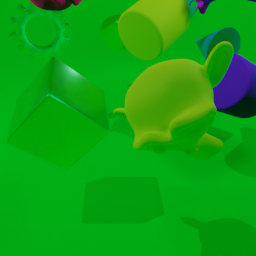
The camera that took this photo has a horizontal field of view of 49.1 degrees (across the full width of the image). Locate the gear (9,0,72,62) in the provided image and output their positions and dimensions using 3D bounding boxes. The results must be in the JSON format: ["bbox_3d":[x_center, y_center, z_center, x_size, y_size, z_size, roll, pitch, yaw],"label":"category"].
[{"bbox_3d":[-2.283,-2.533,7.371,1.550,1.550,0.287,-10,31,-16],"label":"gear"}]

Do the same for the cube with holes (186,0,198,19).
[{"bbox_3d":[1.612,-3.996,8.428,1.302,1.302,1.302,36,26,-2],"label":"cube with holes"}]

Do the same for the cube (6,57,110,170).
[{"bbox_3d":[-1.143,-0.224,4.732,1.153,1.153,1.153,32,29,-33],"label":"cube"}]

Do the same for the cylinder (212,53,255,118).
[{"bbox_3d":[2.272,-0.858,5.946,1.171,1.171,1.171,9,19,-43],"label":"cylinder"}]

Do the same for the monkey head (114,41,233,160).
[{"bbox_3d":[0.637,-0.200,3.533,1.302,1.810,1.091,27,47,-39],"label":"monkey head"}]

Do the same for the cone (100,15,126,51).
[{"bbox_3d":[-0.380,-3.362,9.398,1.270,1.270,1.275,0,4,1],"label":"cone"}]

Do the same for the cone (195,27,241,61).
[{"bbox_3d":[2.538,-2.592,8.782,1.313,1.313,1.318,-15,33,-23],"label":"cone"}]

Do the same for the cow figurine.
[{"bbox_3d":[2.238,-3.002,5.856,1.679,0.922,1.653,25,64,14],"label":"cow figurine"}]

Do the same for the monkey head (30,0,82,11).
[{"bbox_3d":[-1.650,-3.380,6.254,1.201,1.433,1.993,27,34,36],"label":"monkey head"}]

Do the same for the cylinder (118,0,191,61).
[{"bbox_3d":[0.593,-2.317,6.255,1.190,1.190,1.190,23,57,33],"label":"cylinder"}]
